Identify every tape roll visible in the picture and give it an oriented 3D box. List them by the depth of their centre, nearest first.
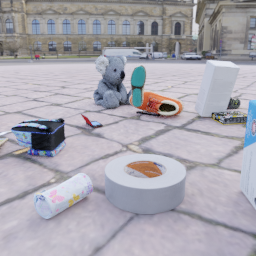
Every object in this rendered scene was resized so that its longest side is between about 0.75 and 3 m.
[{"bbox_3d":[0.375,1.169,6.247,1.790,0.591,1.790,1,16,0],"label":"tape roll"}]

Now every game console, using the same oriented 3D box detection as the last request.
[{"bbox_3d":[-1.479,-0.325,11.481,0.685,0.472,0.795,-9,19,-28],"label":"game console"}]

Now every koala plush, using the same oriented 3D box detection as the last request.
[{"bbox_3d":[-0.856,-2.632,15.368,2.359,2.660,2.445,-15,22,-38],"label":"koala plush"}]

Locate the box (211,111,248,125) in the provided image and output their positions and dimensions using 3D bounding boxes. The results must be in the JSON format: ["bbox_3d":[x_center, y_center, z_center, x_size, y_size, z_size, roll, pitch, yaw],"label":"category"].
[{"bbox_3d":[4.499,-0.451,12.160,1.370,0.338,1.094,-4,19,-12],"label":"box"}]

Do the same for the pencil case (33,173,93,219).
[{"bbox_3d":[-1.299,1.357,5.737,0.563,0.516,1.242,23,26,32],"label":"pencil case"}]

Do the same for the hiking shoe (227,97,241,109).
[{"bbox_3d":[5.175,-1.455,14.478,1.831,0.922,0.693,-9,19,-28],"label":"hiking shoe"}]

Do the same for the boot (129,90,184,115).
[{"bbox_3d":[1.197,-1.142,12.919,2.636,0.989,1.413,11,14,16],"label":"boot"}]

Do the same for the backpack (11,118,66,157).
[{"bbox_3d":[-2.778,0.253,8.642,1.447,0.973,1.321,3,17,6],"label":"backpack"}]

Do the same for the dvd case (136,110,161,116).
[{"bbox_3d":[1.119,-0.770,13.624,1.200,0.105,0.856,11,20,32],"label":"dvd case"}]

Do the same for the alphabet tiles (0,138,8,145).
[{"bbox_3d":[-4.960,0.527,8.857,1.932,0.073,1.615,-4,7,-13],"label":"alphabet tiles"}]

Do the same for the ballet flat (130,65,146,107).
[{"bbox_3d":[0.429,-1.880,12.308,0.671,1.990,0.621,9,31,3],"label":"ballet flat"}]

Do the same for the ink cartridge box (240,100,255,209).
[{"bbox_3d":[3.070,0.811,4.716,1.228,2.127,2.932,0,17,1],"label":"ink cartridge box"}]

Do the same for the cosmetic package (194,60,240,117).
[{"bbox_3d":[3.903,-1.714,12.455,1.201,2.368,0.844,1,30,-14],"label":"cosmetic package"}]
